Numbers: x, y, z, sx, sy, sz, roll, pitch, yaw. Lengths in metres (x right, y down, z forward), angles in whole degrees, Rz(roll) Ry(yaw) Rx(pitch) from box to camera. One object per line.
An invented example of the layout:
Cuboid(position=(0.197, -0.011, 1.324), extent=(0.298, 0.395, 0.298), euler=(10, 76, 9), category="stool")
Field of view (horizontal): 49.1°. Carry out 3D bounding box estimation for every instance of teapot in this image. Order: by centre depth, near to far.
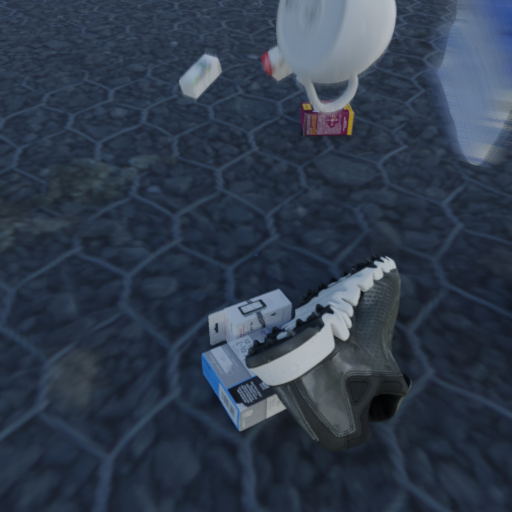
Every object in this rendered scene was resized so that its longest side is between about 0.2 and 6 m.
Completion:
Cuboid(position=(1.409, -3.638, 8.778), extent=(1.541, 2.082, 2.109), euler=(-3, -10, -34), category="teapot")

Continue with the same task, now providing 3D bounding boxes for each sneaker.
Cuboid(position=(1.158, 1.084, 6.625), extent=(1.176, 1.602, 3.540), euler=(-30, 0, 29), category="sneaker")

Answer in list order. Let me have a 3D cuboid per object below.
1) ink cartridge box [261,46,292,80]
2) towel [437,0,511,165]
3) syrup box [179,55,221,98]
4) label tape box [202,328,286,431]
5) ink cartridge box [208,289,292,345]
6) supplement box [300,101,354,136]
Cuboid(position=(0.580, -3.863, 10.999), extent=(0.778, 0.571, 0.322), euler=(-23, 70, 28), category="ink cartridge box")
Cuboid(position=(2.468, -2.091, 6.277), extent=(0.247, 2.072, 1.522), euler=(-12, 72, 5), category="towel")
Cuboid(position=(-1.121, -3.635, 11.326), extent=(0.350, 0.362, 0.888), euler=(26, 66, 25), category="syrup box")
Cuboid(position=(0.149, 1.372, 6.772), extent=(1.341, 0.443, 0.960), euler=(-21, 44, -22), category="label tape box")
Cuboid(position=(-0.071, 0.896, 7.249), extent=(1.028, 0.596, 0.349), euler=(-19, 42, -21), category="ink cartridge box")
Cuboid(position=(1.526, -3.012, 12.223), extent=(1.063, 0.549, 0.696), euler=(-2, 38, -3), category="supplement box")
